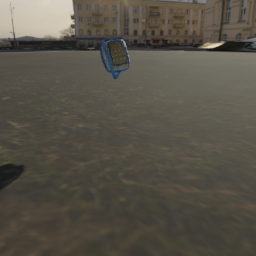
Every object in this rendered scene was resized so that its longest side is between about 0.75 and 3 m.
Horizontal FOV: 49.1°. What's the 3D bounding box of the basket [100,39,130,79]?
[{"bbox_3d":[-0.446,-2.363,9.411,0.943,1.196,1.356,-10,23,13],"label":"basket"}]
